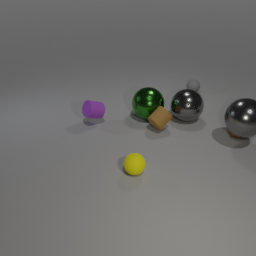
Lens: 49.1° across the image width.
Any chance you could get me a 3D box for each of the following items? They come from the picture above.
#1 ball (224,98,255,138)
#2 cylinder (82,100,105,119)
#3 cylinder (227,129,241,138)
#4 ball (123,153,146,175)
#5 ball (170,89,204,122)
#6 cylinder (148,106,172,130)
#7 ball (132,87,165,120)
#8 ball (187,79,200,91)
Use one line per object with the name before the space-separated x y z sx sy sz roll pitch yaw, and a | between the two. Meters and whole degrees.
ball | 4.140 -0.356 9.898 1.400 1.400 1.400 0 30 0
cylinder | -1.416 -0.763 11.531 0.700 0.700 0.700 4 20 -44
cylinder | 4.335 -0.056 11.013 0.700 0.700 0.700 17 34 27
ball | 0.206 1.145 8.898 0.700 0.700 0.700 0 30 0
ball | 2.509 -0.961 11.922 1.400 1.400 1.400 0 30 0
cylinder | 1.275 -0.393 11.195 0.700 0.700 0.700 -45 44 -9
ball | 0.864 -1.050 12.004 1.400 1.400 1.400 0 30 0
ball | 3.403 -2.180 14.577 0.700 0.700 0.700 0 30 0
